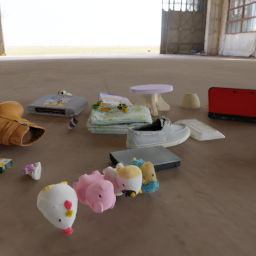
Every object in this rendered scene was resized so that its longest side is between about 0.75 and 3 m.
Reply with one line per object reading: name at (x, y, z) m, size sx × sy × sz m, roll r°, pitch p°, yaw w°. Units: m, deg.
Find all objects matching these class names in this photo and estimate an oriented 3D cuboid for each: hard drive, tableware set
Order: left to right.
tableware set at (-0.688, -0.921, 11.784) m, size 1.595 × 0.245 × 1.075 m, roll 13°, pitch 26°, yaw 24°
hard drive at (0.470, 0.931, 8.229) m, size 1.757 × 0.289 × 1.226 m, roll -7°, pitch 20°, yaw -21°

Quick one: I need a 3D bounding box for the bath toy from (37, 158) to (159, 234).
bath toy at (-0.553, 1.377, 5.967) m, size 2.656 × 0.982 × 1.155 m, roll -13°, pitch -23°, yaw -39°

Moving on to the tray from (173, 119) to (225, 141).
tray at (2.768, -0.005, 11.174) m, size 1.163 × 0.240 × 2.165 m, roll -4°, pitch 19°, yaw -16°

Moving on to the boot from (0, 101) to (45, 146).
boot at (-4.067, -0.106, 10.303) m, size 2.313 × 1.102 × 2.990 m, roll 6°, pitch 28°, yaw 13°

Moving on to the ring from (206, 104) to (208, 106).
ring at (5.050, -1.001, 13.741) m, size 2.395 × 0.230 × 2.395 m, roll 1°, pitch 8°, yaw 0°

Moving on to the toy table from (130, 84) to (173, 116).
toy table at (1.156, -1.442, 13.930) m, size 2.122 × 1.243 × 1.951 m, roll -1°, pitch 18°, yaw 1°

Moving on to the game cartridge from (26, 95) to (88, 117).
game cartridge at (-3.457, -1.168, 13.979) m, size 2.631 × 0.546 × 1.752 m, roll 5°, pitch 32°, yaw 15°

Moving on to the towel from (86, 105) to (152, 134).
towel at (-0.318, -0.444, 11.616) m, size 2.561 × 0.617 × 2.192 m, roll 1°, pitch 24°, yaw 0°

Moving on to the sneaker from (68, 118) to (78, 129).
sneaker at (-2.286, -0.189, 11.530) m, size 0.366 × 0.313 × 0.893 m, roll -44°, pitch 7°, yaw 6°

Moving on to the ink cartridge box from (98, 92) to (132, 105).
ink cartridge box at (-0.666, -1.240, 14.109) m, size 1.547 × 0.544 × 2.592 m, roll 8°, pitch 18°, yaw -14°

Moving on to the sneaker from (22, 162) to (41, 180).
sneaker at (-2.606, 1.197, 7.494) m, size 0.479 × 0.304 × 0.840 m, roll -10°, pitch 13°, yaw -11°

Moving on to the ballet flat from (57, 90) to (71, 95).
ballet flat at (-3.483, -1.681, 15.527) m, size 0.759 × 0.701 × 2.249 m, roll -13°, pitch 22°, yaw -34°

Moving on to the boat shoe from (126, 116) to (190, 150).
boat shoe at (1.110, 0.107, 9.526) m, size 2.557 × 0.911 × 0.892 m, roll -13°, pitch 28°, yaw -28°

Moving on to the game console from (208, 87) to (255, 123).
game console at (5.051, -1.136, 12.402) m, size 2.726 × 1.618 × 2.349 m, roll 8°, pitch 20°, yaw 23°

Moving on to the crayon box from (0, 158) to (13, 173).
crayon box at (-3.809, 1.055, 7.965) m, size 0.849 × 0.216 × 0.539 m, roll 4°, pitch 19°, yaw 8°

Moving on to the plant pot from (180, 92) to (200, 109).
plant pot at (3.324, -1.517, 15.003) m, size 1.075 × 0.722 × 1.075 m, roll -1°, pitch 18°, yaw 0°
